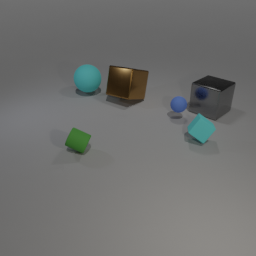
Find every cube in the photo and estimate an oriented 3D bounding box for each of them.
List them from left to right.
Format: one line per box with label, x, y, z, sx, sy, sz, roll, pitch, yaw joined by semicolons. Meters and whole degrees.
cube;-0.032;-2.180;13.481;1.400;1.400;1.400;17;15;34
cube;2.696;0.007;10.324;0.700;0.700;0.700;35;20;-4
cube;3.735;-1.382;12.510;1.400;1.400;1.400;26;39;37

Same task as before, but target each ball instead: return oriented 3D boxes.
ball;-2.058;-2.522;14.275;1.400;1.400;1.400;0;30;0
ball;2.155;-0.999;11.900;0.700;0.700;0.700;0;30;0

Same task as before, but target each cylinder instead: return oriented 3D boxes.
cylinder;-1.744;0.432;9.803;0.700;0.700;0.700;25;30;-5
